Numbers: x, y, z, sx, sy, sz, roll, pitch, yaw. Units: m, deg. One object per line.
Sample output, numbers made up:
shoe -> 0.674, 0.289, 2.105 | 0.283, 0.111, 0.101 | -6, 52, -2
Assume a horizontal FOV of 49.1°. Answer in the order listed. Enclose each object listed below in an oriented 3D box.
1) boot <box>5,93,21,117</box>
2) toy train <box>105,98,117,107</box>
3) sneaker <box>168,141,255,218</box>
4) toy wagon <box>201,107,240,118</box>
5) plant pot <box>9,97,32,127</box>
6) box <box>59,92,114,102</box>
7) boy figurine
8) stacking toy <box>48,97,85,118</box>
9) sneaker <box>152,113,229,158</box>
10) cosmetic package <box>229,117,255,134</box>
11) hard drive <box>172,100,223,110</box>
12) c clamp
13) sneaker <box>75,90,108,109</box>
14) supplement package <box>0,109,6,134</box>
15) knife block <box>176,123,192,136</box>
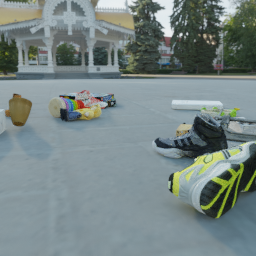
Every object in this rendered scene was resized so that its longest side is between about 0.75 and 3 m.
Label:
boot -> -4.876, -0.967, 11.898 | 1.287, 0.999, 0.493 | 12, 17, 43
toy train -> -0.916, -1.370, 15.193 | 0.581, 0.435, 1.020 | -8, 12, 6
sneaker -> 1.650, 0.661, 4.757 | 2.393, 0.902, 0.914 | -9, 16, -42
toy wagon -> 4.040, -0.658, 12.055 | 1.723, 0.341, 1.337 | -4, 13, -19
plant pot -> -3.747, -0.505, 9.664 | 0.778, 0.835, 0.778 | -3, -25, -1
box -> -2.400, -1.738, 16.492 | 2.690, 0.536, 1.842 | 4, 13, 19
boy figurine -> -1.809, -0.617, 11.388 | 1.758, 0.566, 1.093 | -11, 14, -33
stacking toy -> -2.602, -0.936, 12.566 | 0.871, 0.871, 2.041 | 6, 7, 24
sneaker -> 1.455, 0.164, 6.578 | 1.873, 1.066, 0.707 | 8, 14, 31
cosmetic package -> 3.840, -0.081, 9.364 | 0.589, 0.362, 1.428 | 1, 12, 1
hard drive -> 3.524, -1.185, 14.471 | 2.452, 0.327, 1.617 | 2, 12, 11
c clamp -> 3.647, -0.116, 8.597 | 2.172, 0.294, 1.855 | 11, 35, 33
sneaker -> -1.824, -1.439, 14.169 | 1.764, 0.945, 0.589 | -6, 14, -24
supplement package -> -4.392, -0.147, 8.838 | 0.732, 0.704, 1.286 | -2, 13, -10
knife block -> 1.692, 0.104, 8.483 | 1.181, 0.378, 1.037 | -7, 13, -25
